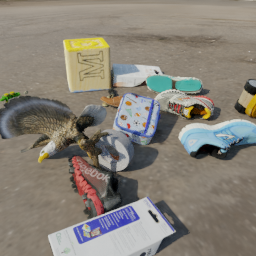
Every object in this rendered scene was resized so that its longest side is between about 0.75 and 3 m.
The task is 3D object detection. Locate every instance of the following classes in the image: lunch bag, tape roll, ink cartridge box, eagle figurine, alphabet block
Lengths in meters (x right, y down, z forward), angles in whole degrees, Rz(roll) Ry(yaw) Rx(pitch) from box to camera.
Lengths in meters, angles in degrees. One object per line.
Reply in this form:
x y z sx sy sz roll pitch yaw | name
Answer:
0.400 -0.410 10.545 1.647 0.776 2.055 17 50 0 | lunch bag
-0.496 0.707 8.728 1.314 1.314 0.434 12 34 20 | tape roll
-0.348 2.561 6.398 2.636 0.517 1.311 -15 34 -22 | ink cartridge box
-2.145 0.173 8.189 2.809 2.131 2.120 18 18 23 | eagle figurine
-2.141 -3.341 14.683 2.188 2.228 2.176 -8 32 -14 | alphabet block
0.507 -2.940 15.747 2.773 0.695 2.249 4 29 -7 | ink cartridge box

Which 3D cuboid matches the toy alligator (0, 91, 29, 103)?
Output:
-5.523 -1.567 13.464 0.387 0.423 1.425 25 39 36 | toy alligator

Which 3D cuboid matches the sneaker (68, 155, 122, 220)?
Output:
-0.937 1.515 7.840 1.159 0.839 2.373 -15 36 -23 | sneaker

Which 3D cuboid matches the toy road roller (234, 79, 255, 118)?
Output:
5.922 -1.171 11.925 2.354 1.447 1.719 -19 50 -28 | toy road roller

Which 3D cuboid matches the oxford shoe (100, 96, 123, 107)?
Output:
-0.466 -1.197 12.478 1.626 0.580 0.580 17 11 15 | oxford shoe

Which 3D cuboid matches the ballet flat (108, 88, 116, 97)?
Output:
-0.807 -1.780 14.090 0.318 0.271 0.956 -37 28 9 | ballet flat

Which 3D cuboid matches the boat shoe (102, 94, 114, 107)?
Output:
-0.939 -1.320 13.117 0.326 0.347 0.910 13 35 15 | boat shoe

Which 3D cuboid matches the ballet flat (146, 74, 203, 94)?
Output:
2.306 -2.107 14.153 2.848 1.022 1.022 7 31 7 | ballet flat

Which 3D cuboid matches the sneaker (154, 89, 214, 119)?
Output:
2.341 -0.963 11.883 2.583 1.005 1.061 7 32 12 | sneaker

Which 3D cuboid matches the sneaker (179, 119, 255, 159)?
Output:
3.240 0.546 9.614 2.847 1.116 1.280 -7 50 -4 | sneaker
